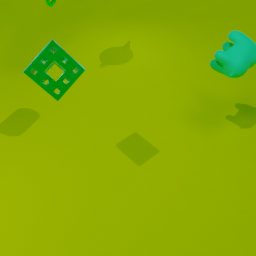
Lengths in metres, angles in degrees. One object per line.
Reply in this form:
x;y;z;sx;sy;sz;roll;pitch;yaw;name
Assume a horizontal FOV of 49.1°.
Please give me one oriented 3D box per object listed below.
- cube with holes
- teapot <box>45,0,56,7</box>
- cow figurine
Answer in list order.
-1.345;-1.033;5.181;0.749;0.749;0.749;42;87;-16;cube with holes
-2.032;-4.633;8.433;1.290;1.016;2.075;19;84;16;teapot
2.925;-1.675;6.715;1.479;0.825;1.503;34;71;9;cow figurine
